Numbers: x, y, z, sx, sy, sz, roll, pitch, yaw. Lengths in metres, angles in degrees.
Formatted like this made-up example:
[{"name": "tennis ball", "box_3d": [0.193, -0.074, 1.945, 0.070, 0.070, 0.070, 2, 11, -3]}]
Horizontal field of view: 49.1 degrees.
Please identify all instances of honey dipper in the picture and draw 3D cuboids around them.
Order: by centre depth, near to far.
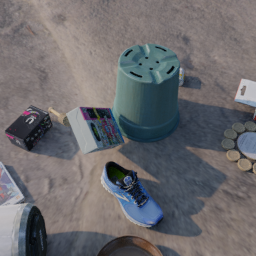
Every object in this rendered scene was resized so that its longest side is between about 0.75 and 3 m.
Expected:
[{"name": "honey dipper", "box_3d": [-2.295, -0.418, 9.250, 0.367, 0.367, 1.933, -30, 26, -22]}]

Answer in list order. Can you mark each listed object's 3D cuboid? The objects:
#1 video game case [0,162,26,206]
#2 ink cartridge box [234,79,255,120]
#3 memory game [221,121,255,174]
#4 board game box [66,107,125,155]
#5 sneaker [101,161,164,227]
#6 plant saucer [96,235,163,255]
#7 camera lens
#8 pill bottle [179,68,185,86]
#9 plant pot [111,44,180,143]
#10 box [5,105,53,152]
[{"name": "video game case", "box_3d": [-4.149, 1.977, 8.406, 1.508, 0.190, 1.655, -33, 58, -24]}, {"name": "ink cartridge box", "box_3d": [5.314, -0.831, 10.372, 2.629, 0.662, 1.432, 20, 54, 17]}, {"name": "memory game", "box_3d": [4.297, 0.643, 9.511, 2.211, 0.141, 2.211, 0, 52, 0]}, {"name": "board game box", "box_3d": [-0.938, 0.037, 8.662, 0.577, 1.794, 1.324, -27, 81, 22]}, {"name": "sneaker", "box_3d": [0.046, 1.830, 7.975, 2.339, 1.043, 0.919, 38, 61, 25]}, {"name": "plant saucer", "box_3d": [0.039, 3.667, 6.950, 1.906, 0.349, 1.906, 0, 50, 0]}, {"name": "camera lens", "box_3d": [-3.200, 2.812, 6.682, 2.267, 1.813, 1.813, -5, 51, -4]}, {"name": "pill bottle", "box_3d": [2.115, -2.124, 11.554, 0.418, 0.418, 0.753, 10, 51, 8]}, {"name": "plant pot", "box_3d": [0.658, -1.266, 9.520, 2.583, 2.530, 2.583, 1, 51, -1]}, {"name": "box", "box_3d": [-3.383, -0.003, 9.653, 0.829, 0.719, 1.356, 22, 55, 17]}]
